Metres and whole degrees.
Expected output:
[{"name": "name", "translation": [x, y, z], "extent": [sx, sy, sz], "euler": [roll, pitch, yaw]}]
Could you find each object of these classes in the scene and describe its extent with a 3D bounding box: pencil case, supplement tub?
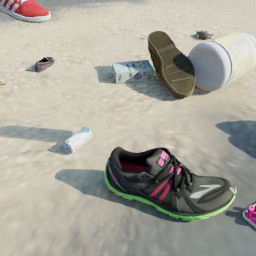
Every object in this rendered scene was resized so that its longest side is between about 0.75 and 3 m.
[{"name": "pencil case", "translation": [-1.200, 0.277, 6.646], "extent": [0.330, 0.360, 0.793], "euler": [14, 35, 29]}, {"name": "supplement tub", "translation": [3.191, -2.250, 9.273], "extent": [2.175, 1.577, 1.577], "euler": [-26, 42, -32]}]

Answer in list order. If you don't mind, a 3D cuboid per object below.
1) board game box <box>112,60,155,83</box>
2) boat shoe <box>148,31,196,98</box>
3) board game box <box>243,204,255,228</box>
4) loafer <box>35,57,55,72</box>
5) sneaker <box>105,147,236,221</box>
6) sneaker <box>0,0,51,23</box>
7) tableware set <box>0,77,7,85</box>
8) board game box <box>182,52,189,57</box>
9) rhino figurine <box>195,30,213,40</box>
[{"name": "board game box", "translation": [0.174, -2.020, 9.955], "extent": [1.358, 0.436, 1.002], "euler": [-6, 35, -7]}, {"name": "boat shoe", "translation": [1.458, -2.006, 9.384], "extent": [1.027, 0.970, 2.855], "euler": [-14, 59, -4]}, {"name": "board game box", "translation": [3.411, 1.645, 4.727], "extent": [2.015, 0.261, 2.016], "euler": [-20, 39, -26]}, {"name": "loafer", "translation": [-3.178, -2.540, 10.758], "extent": [0.433, 0.380, 1.206], "euler": [8, 35, 11]}, {"name": "sneaker", "translation": [0.698, 0.926, 5.091], "extent": [2.454, 1.028, 0.942], "euler": [9, 35, 13]}, {"name": "sneaker", "translation": [-2.321, -2.818, 5.782], "extent": [1.612, 0.907, 0.574], "euler": [24, 42, 12]}, {"name": "tableware set", "translation": [-4.611, -1.316, 9.085], "extent": [0.890, 0.270, 1.347], "euler": [0, 27, 21]}, {"name": "board game box", "translation": [2.208, -2.631, 10.901], "extent": [0.605, 0.367, 0.759], "euler": [21, 40, 28]}, {"name": "rhino figurine", "translation": [3.705, -4.666, 13.925], "extent": [0.497, 0.340, 1.137], "euler": [-12, 35, -18]}]
